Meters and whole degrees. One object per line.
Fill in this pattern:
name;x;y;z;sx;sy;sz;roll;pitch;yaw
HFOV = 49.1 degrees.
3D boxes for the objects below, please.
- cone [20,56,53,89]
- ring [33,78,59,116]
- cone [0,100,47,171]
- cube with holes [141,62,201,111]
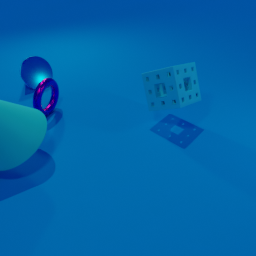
cone;-3.315;-1.822;9.610;1.089;1.089;1.093;-29;18;-34
ring;-2.261;-0.851;7.771;0.219;1.097;1.097;16;39;13
cone;-2.794;-0.232;5.643;1.636;1.642;1.636;-12;52;15
cube with holes;1.133;-1.061;7.262;1.000;1.000;1.000;-3;13;45
